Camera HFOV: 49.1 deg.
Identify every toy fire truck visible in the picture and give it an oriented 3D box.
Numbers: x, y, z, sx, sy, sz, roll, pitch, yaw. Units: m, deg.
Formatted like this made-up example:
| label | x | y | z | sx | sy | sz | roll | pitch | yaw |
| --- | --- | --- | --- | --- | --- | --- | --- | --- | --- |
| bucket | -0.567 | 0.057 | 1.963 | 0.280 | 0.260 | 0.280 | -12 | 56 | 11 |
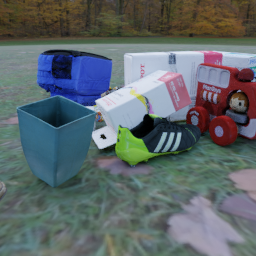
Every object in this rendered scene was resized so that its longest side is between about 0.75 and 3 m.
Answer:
| label | x | y | z | sx | sy | sz | roll | pitch | yaw |
| --- | --- | --- | --- | --- | --- | --- | --- | --- | --- |
| toy fire truck | 2.729 | -0.719 | 7.772 | 1.327 | 1.987 | 2.367 | -11 | 23 | -27 |

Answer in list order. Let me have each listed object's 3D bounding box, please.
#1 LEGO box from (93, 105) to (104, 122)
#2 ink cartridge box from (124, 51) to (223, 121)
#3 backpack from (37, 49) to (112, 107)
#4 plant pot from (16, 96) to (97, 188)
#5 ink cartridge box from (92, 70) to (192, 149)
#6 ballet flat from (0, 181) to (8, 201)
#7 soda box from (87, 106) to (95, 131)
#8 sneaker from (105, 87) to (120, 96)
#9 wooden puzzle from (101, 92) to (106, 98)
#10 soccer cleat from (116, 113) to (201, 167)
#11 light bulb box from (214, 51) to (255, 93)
| label | x | y | z | sx | sy | sz | roll | pitch | yaw |
| --- | --- | --- | --- | --- | --- | --- | --- | --- | --- |
| LEGO box | -1.006 | -0.525 | 9.644 | 0.638 | 0.330 | 0.856 | 9 | 22 | 23 |
| ink cartridge box | 1.413 | -1.395 | 9.310 | 2.993 | 2.166 | 1.262 | -5 | 19 | -12 |
| backpack | -2.244 | -1.912 | 10.629 | 2.541 | 2.132 | 2.065 | 17 | 9 | 32 |
| plant pot | -1.419 | 0.312 | 5.582 | 1.063 | 1.505 | 1.064 | 24 | 31 | 26 |
| ink cartridge box | 0.121 | -0.581 | 7.589 | 2.679 | 0.904 | 1.561 | -28 | 21 | -9 |
| ballet flat | -2.953 | 1.071 | 4.111 | 2.493 | 0.578 | 0.840 | -12 | 20 | 15 |
| soda box | -1.974 | -0.271 | 8.558 | 1.925 | 0.613 | 0.656 | -1 | 20 | -5 |
| sneaker | -0.444 | -1.444 | 11.829 | 1.318 | 0.541 | 0.513 | 13 | 24 | 30 |
| wooden puzzle | -1.541 | -1.609 | 12.765 | 1.196 | 0.207 | 1.773 | 5 | 20 | 12 |
| soccer cleat | 0.861 | 0.131 | 6.821 | 2.604 | 1.056 | 0.879 | -14 | 25 | -33 |
| light bulb box | 3.594 | -1.673 | 10.241 | 1.293 | 2.071 | 2.053 | -18 | 28 | -41 |
